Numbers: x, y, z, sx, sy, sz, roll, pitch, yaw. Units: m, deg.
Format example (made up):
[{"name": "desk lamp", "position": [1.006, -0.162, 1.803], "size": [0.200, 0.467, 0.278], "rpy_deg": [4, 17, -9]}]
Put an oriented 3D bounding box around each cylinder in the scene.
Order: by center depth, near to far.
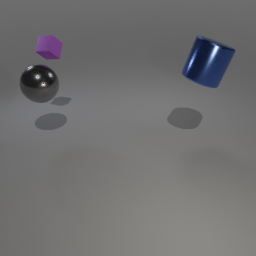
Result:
[{"name": "cylinder", "position": [2.780, -2.311, 9.775], "size": [1.400, 1.400, 1.400], "rpy_deg": [16, 26, -8]}]

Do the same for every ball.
[{"name": "ball", "position": [-3.246, -1.622, 10.303], "size": [1.400, 1.400, 1.400], "rpy_deg": [0, 30, 0]}]

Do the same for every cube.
[{"name": "cube", "position": [-3.159, -3.229, 11.257], "size": [0.700, 0.700, 0.700], "rpy_deg": [4, -11, 23]}]
